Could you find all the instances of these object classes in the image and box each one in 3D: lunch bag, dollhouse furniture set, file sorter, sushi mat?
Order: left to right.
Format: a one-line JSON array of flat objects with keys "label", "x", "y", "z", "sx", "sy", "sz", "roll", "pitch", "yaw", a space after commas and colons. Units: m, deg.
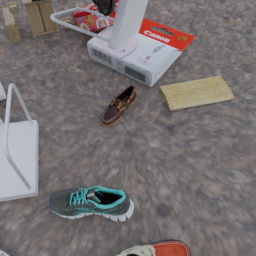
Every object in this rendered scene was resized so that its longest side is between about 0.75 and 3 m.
[{"label": "file sorter", "x": -3.562, "y": 0.384, "z": 5.843, "sx": 2.902, "sy": 1.807, "sz": 2.014, "roll": -8, "pitch": 55, "yaw": -6}, {"label": "dollhouse furniture set", "x": -2.840, "y": -3.936, "z": 9.324, "sx": 2.506, "sy": 1.299, "sz": 1.109, "roll": -17, "pitch": 57, "yaw": -12}, {"label": "lunch bag", "x": -0.610, "y": -3.768, "z": 9.074, "sx": 1.703, "sy": 0.792, "sz": 1.933, "roll": 12, "pitch": 43, "yaw": 46}, {"label": "file sorter", "x": -0.399, "y": -3.698, "z": 6.306, "sx": 1.831, "sy": 2.941, "sz": 2.041, "roll": 23, "pitch": 33, "yaw": 5}, {"label": "sushi mat", "x": 1.931, "y": -0.992, "z": 7.883, "sx": 1.923, "sy": 0.116, "sz": 0.920, "roll": -11, "pitch": 54, "yaw": -8}]

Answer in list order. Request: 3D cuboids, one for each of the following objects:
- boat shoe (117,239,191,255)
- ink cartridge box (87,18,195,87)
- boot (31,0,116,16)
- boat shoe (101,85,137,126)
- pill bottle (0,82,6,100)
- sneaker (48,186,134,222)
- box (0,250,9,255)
[{"label": "boat shoe", "x": 0.172, "y": 2.494, "z": 4.994, "sx": 2.155, "sy": 0.674, "sz": 0.767, "roll": -13, "pitch": 53, "yaw": -11}, {"label": "ink cartridge box", "x": 0.510, "y": -2.768, "z": 8.835, "sx": 2.324, "sy": 0.816, "sz": 2.859, "roll": 29, "pitch": 63, "yaw": 21}, {"label": "boot", "x": -1.013, "y": -2.498, "z": 4.943, "sx": 1.513, "sy": 1.738, "sz": 0.602, "roll": -16, "pitch": 78, "yaw": -6}, {"label": "boat shoe", "x": -0.251, "y": -0.625, "z": 7.405, "sx": 0.472, "sy": 0.472, "sz": 1.341, "roll": 30, "pitch": 60, "yaw": 17}, {"label": "pill bottle", "x": -4.005, "y": -0.809, "z": 7.347, "sx": 1.401, "sy": 0.765, "sz": 0.765, "roll": -21, "pitch": 57, "yaw": -15}, {"label": "sneaker", "x": -0.770, "y": 1.425, "z": 5.685, "sx": 1.779, "sy": 0.812, "sz": 0.690, "roll": 1, "pitch": 54, "yaw": 1}, {"label": "box", "x": -2.508, "y": 2.705, "z": 5.163, "sx": 0.447, "sy": 0.141, "sz": 0.812, "roll": 24, "pitch": 57, "yaw": 17}]
